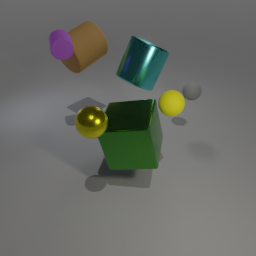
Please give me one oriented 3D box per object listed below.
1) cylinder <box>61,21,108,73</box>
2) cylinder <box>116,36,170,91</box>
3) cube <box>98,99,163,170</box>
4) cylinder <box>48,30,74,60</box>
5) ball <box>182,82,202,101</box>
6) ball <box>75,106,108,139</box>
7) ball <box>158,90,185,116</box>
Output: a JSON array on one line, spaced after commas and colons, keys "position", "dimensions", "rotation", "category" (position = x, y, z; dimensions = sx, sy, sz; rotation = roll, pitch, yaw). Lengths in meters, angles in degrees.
[{"position": [-1.699, -2.959, 10.274], "dimensions": [1.400, 1.400, 1.400], "rotation": [27, 58, 36], "category": "cylinder"}, {"position": [0.481, -2.174, 9.453], "dimensions": [1.400, 1.400, 1.400], "rotation": [23, 16, -7], "category": "cylinder"}, {"position": [0.119, 0.180, 7.788], "dimensions": [1.400, 1.400, 1.400], "rotation": [-3, 37, 17], "category": "cube"}, {"position": [-2.087, -2.589, 8.712], "dimensions": [0.700, 0.700, 0.700], "rotation": [-9, 44, -14], "category": "cylinder"}, {"position": [2.387, -1.378, 10.469], "dimensions": [0.700, 0.700, 0.700], "rotation": [0, 32, 0], "category": "ball"}, {"position": [-0.767, -0.121, 5.908], "dimensions": [0.700, 0.700, 0.700], "rotation": [0, 32, 0], "category": "ball"}, {"position": [1.157, -0.659, 7.467], "dimensions": [0.700, 0.700, 0.700], "rotation": [0, 32, 0], "category": "ball"}]
